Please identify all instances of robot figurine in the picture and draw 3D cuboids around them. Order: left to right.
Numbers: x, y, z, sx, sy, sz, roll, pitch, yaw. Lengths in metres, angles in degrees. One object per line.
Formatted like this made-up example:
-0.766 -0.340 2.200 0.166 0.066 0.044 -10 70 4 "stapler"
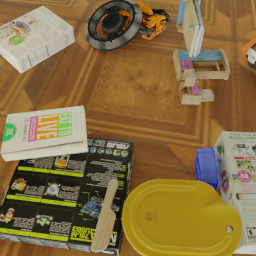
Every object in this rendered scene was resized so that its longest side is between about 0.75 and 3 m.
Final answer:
0.428 -4.137 10.612 2.365 0.688 1.715 37 62 24 "robot figurine"

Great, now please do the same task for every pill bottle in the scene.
4.534 -2.071 8.946 0.989 0.989 1.861 -24 57 -16 "pill bottle"

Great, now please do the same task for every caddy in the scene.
1.996 0.990 6.884 0.565 0.762 1.077 -3 55 6 "caddy"

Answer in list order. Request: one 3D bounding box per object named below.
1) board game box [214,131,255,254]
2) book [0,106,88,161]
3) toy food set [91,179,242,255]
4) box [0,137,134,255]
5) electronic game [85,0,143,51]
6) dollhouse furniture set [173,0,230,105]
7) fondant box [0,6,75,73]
3.270 1.418 6.503 2.007 0.874 2.720 2 56 0 "board game box"
-2.039 0.090 7.007 1.961 0.471 1.310 -8 49 -5 "book"
0.814 2.050 5.986 2.913 0.952 1.714 4 52 3 "toy food set"
-1.356 1.406 6.656 2.771 0.658 2.676 6 56 3 "box"
-0.537 -3.746 10.105 2.246 0.467 2.246 -8 67 19 "electronic game"
2.406 -2.423 8.236 1.659 2.543 2.401 -2 54 -1 "dollhouse furniture set"
-3.346 -3.181 9.862 1.707 0.689 2.366 40 62 20 "fondant box"
